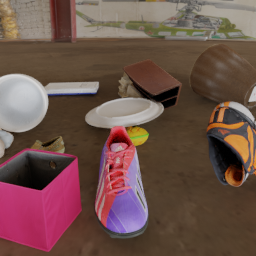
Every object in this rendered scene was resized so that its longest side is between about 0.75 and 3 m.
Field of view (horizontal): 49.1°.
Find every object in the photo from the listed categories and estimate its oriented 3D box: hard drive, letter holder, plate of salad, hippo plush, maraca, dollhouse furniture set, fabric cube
[{"bbox_3d":[-2.571,-1.822,12.825,2.328,0.295,1.536,-2,20,0],"label":"hard drive"},{"bbox_3d":[0.731,-1.467,9.814,1.306,0.924,1.837,-22,50,-26],"label":"letter holder"},{"bbox_3d":[-0.103,-0.419,9.060,2.536,0.609,2.536,-8,23,3],"label":"plate of salad"},{"bbox_3d":[-3.980,-0.114,6.973,1.953,1.570,1.556,-8,23,-19],"label":"hippo plush"},{"bbox_3d":[0.104,0.244,7.583,0.929,0.497,0.637,-9,1,2],"label":"maraca"},{"bbox_3d":[0.896,-1.259,11.430,2.281,1.306,2.674,-17,51,-35],"label":"dollhouse furniture set"},{"bbox_3d":[-1.490,1.102,4.598,1.080,1.097,1.100,6,23,18],"label":"fabric cube"}]

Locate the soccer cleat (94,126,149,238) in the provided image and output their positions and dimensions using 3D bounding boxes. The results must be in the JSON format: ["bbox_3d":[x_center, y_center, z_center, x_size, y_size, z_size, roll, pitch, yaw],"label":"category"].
[{"bbox_3d":[-0.165,0.869,5.287,0.932,1.000,2.734,-1,22,-3],"label":"soccer cleat"}]

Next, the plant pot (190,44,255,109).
[{"bbox_3d":[4.026,-1.791,10.805,2.236,2.236,2.393,-11,36,-26],"label":"plant pot"}]

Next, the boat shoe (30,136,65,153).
[{"bbox_3d":[-2.169,0.538,6.746,0.502,0.534,1.401,16,27,34],"label":"boat shoe"}]

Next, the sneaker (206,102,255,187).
[{"bbox_3d":[2.292,0.723,5.105,2.406,0.933,1.348,40,49,-3],"label":"sneaker"}]

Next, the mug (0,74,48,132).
[{"bbox_3d":[-3.613,-0.761,8.721,2.236,1.651,1.960,-20,15,-9],"label":"mug"}]
